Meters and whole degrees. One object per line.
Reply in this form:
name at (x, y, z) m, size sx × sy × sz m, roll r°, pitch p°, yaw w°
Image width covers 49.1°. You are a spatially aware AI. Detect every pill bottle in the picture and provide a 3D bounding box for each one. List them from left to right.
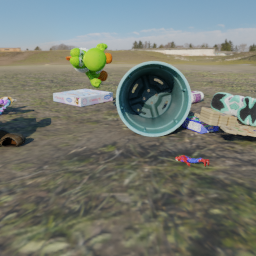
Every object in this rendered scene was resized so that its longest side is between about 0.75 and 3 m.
pill bottle at (3.587, -1.673, 15.243) m, size 1.174 × 0.659 × 0.659 m, roll -13°, pitch 21°, yaw -39°

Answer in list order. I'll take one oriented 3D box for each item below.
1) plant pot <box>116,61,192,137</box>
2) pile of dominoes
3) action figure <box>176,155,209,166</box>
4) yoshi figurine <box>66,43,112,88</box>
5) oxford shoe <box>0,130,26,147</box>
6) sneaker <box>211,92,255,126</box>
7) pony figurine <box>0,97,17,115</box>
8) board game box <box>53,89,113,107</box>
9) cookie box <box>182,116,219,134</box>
plant pot at (0.911, -1.149, 10.671) m, size 2.557 × 2.557 × 2.504 m, roll 1°, pitch 9°, yaw 2°
pile of dominoes at (3.961, -0.214, 9.590) m, size 2.984 × 0.475 × 2.326 m, roll 6°, pitch 14°, yaw -19°
action figure at (1.650, 0.862, 7.366) m, size 0.917 × 0.237 × 0.300 m, roll 8°, pitch 12°, yaw 42°
yoshi figurine at (-1.274, -2.597, 11.336) m, size 1.607 × 1.613 × 2.870 m, roll -32°, pitch -3°, yaw 15°
oxford shoe at (-3.906, 0.345, 8.711) m, size 1.259 × 0.458 × 0.531 m, roll 3°, pitch 18°, yaw 9°
sneaker at (4.655, -0.649, 10.749) m, size 1.781 × 0.989 × 2.545 m, roll 12°, pitch 16°, yaw -37°
pony figurine at (-6.187, -1.122, 12.294) m, size 1.969 × 1.699 × 2.040 m, roll -3°, pitch -1°, yaw -44°
board game box at (-2.512, -1.744, 15.746) m, size 2.393 × 0.492 × 2.387 m, roll 14°, pitch 21°, yaw 40°
cookie box at (2.702, -0.146, 10.468) m, size 0.889 × 0.391 × 1.040 m, roll -7°, pitch 19°, yaw -30°
